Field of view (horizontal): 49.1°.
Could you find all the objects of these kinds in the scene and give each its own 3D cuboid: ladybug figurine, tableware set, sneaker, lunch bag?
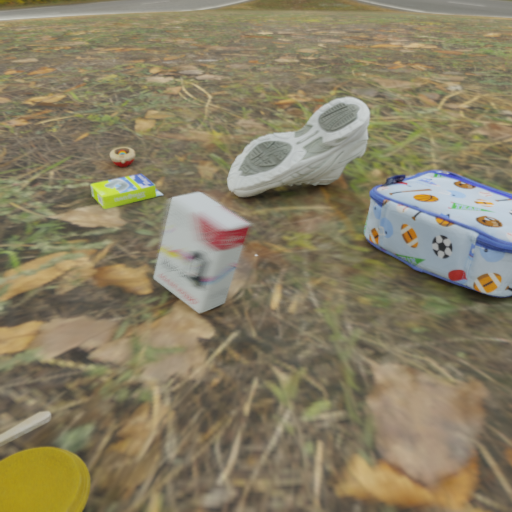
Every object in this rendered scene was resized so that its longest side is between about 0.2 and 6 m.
[{"bbox_3d":[-3.121,-2.298,13.115,0.581,0.308,0.856,-4,29,-8],"label":"ladybug figurine"},{"bbox_3d":[-1.907,2.673,4.058,2.213,0.504,3.285,-23,39,-33],"label":"tableware set"},{"bbox_3d":[0.976,-1.844,11.490,3.154,1.567,1.229,-24,52,5],"label":"sneaker"},{"bbox_3d":[3.400,-0.538,9.158,2.409,1.136,3.006,-18,34,-31],"label":"lunch bag"}]

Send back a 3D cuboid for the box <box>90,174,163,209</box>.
[{"bbox_3d":[-2.631,-1.337,11.410,1.260,0.300,0.768,-18,34,-27],"label":"box"}]

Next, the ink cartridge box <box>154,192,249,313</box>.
[{"bbox_3d":[-0.787,-0.042,7.757,0.987,1.355,0.561,33,31,26],"label":"ink cartridge box"}]
